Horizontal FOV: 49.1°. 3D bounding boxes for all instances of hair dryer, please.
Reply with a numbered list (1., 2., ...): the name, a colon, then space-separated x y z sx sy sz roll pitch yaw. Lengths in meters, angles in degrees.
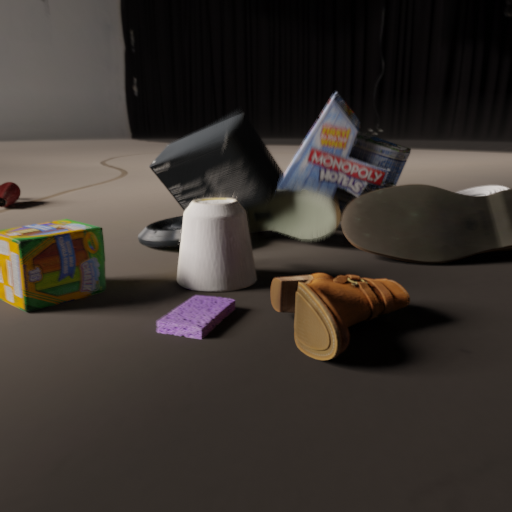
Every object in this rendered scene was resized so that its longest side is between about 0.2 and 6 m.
1. hair dryer: -6.920 -1.468 14.555 2.049 0.557 1.561 7 34 39

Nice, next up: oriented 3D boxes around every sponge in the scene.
1. sponge: -0.681 0.698 6.575 0.561 0.150 1.006 5 15 19

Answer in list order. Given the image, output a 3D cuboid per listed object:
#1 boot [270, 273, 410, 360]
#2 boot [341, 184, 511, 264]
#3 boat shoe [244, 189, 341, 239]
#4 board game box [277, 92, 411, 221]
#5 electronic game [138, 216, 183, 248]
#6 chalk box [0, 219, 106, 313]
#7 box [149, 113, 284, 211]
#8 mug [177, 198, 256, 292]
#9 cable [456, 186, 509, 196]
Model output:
1. boot: 1.054 0.610 6.174 1.418 0.700 1.826 1 7 -14
2. boot: 3.241 -0.438 9.611 3.650 1.344 1.377 -1 -12 0
3. boat shoe: 0.608 -0.933 10.579 2.624 0.915 0.934 4 31 45
4. board game box: 1.733 -1.860 11.068 2.342 2.341 0.722 19 30 3
5. electronic game: -1.230 -0.471 10.502 1.952 0.406 1.952 -7 13 2
6. chalk box: -2.622 0.052 7.494 0.926 0.932 1.494 13 21 41
7. box: -0.734 -1.551 10.217 2.013 1.420 0.794 -11 39 40
8. mug: -0.672 -0.233 8.103 1.150 1.179 1.436 -14 19 -41
9. cable: 4.285 -0.956 11.204 1.620 0.561 1.620 -14 15 11
